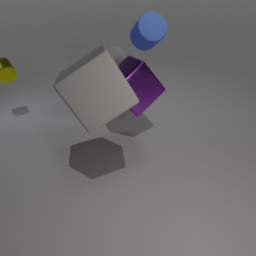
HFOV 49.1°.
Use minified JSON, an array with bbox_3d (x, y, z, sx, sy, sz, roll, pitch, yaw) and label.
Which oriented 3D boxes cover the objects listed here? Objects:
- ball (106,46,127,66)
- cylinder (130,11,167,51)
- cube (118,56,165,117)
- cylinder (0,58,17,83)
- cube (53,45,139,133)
[{"bbox_3d":[-0.713,-2.838,12.108,1.400,1.400,1.400,0,31,0],"label":"ball"},{"bbox_3d":[0.941,-4.534,13.202,1.400,1.400,1.400,-9,1,-15],"label":"cylinder"},{"bbox_3d":[0.186,-1.518,10.004,1.400,1.400,1.400,-44,30,0],"label":"cube"},{"bbox_3d":[-4.673,-2.193,10.640,0.700,0.700,0.700,-19,52,-29],"label":"cylinder"},{"bbox_3d":[-0.762,-0.991,6.807,1.400,1.400,1.400,-33,22,5],"label":"cube"}]
